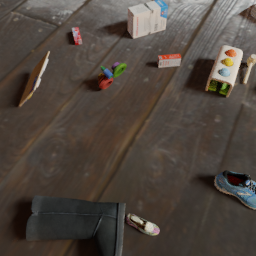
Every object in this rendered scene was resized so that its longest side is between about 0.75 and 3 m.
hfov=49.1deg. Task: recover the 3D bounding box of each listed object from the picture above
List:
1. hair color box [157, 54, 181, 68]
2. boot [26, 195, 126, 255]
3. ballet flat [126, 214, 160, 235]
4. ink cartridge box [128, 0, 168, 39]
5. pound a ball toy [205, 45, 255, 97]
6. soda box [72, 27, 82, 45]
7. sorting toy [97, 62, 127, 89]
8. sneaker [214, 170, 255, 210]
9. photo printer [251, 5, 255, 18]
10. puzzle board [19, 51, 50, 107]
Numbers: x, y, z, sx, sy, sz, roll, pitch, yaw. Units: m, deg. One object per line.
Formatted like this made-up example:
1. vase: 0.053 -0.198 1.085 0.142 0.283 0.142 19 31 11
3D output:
1. hair color box: 1.710 -2.798 11.675 0.917 0.465 0.281 -6 56 -5
2. boot: -1.442 2.882 7.461 2.605 0.855 2.147 6 44 -1
3. ballet flat: 0.401 2.715 7.913 1.032 0.367 0.357 22 58 14
4. ink cartridge box: 0.863 -4.940 12.687 1.692 1.235 0.713 -20 57 -14
5. pound a ball toy: 4.164 -2.355 11.039 1.550 1.010 2.378 20 58 14
6. soda box: -2.327 -4.185 12.740 0.325 0.294 0.927 -12 56 -8
7. sorting toy: -0.722 -2.108 10.656 1.352 0.812 0.555 -44 81 15
8. sneaker: 3.510 1.802 8.267 1.818 0.818 0.713 21 58 14
9. photo printer: 7.124 -5.739 13.611 1.797 0.624 1.495 -37 62 -23
10. puzzle board: -3.456 -1.820 10.437 0.164 1.418 1.881 28 53 -30
